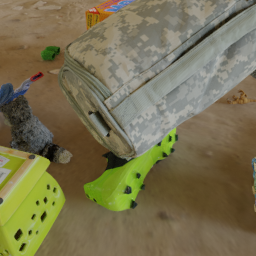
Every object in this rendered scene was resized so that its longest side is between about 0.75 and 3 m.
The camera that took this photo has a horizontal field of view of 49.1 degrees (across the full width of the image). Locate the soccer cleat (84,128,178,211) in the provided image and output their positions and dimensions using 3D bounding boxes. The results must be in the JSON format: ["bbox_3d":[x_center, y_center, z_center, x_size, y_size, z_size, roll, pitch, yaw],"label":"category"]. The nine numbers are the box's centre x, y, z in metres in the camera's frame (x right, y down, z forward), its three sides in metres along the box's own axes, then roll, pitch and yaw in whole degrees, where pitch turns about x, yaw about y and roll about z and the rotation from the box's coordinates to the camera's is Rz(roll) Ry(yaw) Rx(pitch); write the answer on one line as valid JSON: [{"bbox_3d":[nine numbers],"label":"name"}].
[{"bbox_3d":[0.175,0.548,6.035,1.153,0.961,2.845,9,38,33],"label":"soccer cleat"}]

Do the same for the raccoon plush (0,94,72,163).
[{"bbox_3d":[-2.069,-0.035,6.451,1.821,1.220,0.881,12,41,14],"label":"raccoon plush"}]

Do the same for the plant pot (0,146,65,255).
[{"bbox_3d":[-2.159,1.208,4.784,1.558,1.413,1.550,12,40,13],"label":"plant pot"}]

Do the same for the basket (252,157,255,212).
[{"bbox_3d":[2.856,1.314,4.611,1.262,1.600,1.815,-19,27,-1],"label":"basket"}]

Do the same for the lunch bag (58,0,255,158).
[{"bbox_3d":[0.490,-0.887,3.999,2.740,1.909,2.298,-37,16,-10],"label":"lunch bag"}]

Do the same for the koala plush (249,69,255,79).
[{"bbox_3d":[2.775,-2.025,5.118,2.742,2.984,2.646,-29,53,-10],"label":"koala plush"}]

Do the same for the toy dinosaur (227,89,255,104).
[{"bbox_3d":[3.444,-0.831,8.236,1.071,0.323,0.569,-2,57,11],"label":"toy dinosaur"}]

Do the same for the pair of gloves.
[{"bbox_3d":[-3.106,-0.584,6.684,2.091,0.296,2.601,-32,16,25],"label":"pair of gloves"}]

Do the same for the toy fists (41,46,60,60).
[{"bbox_3d":[-2.959,-2.845,10.626,0.504,0.340,0.989,12,39,3],"label":"toy fists"}]

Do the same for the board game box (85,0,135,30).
[{"bbox_3d":[0.345,-2.639,8.776,2.306,2.306,2.308,18,43,21],"label":"board game box"}]
